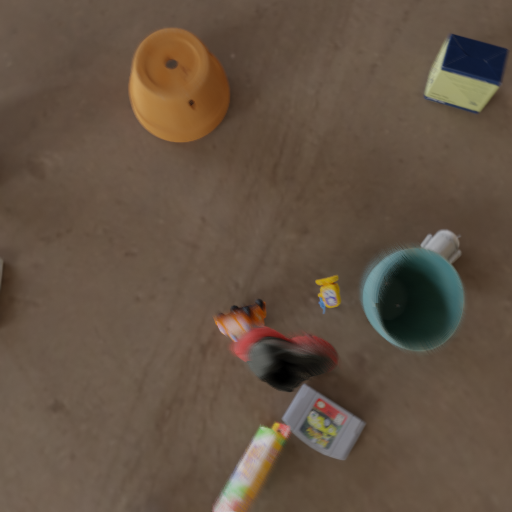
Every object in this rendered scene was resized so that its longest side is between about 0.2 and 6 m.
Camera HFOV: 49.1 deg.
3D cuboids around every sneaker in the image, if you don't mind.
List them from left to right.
[{"bbox_3d":[0.673,1.843,9.530,0.780,2.206,1.077,-56,42,20],"label":"sneaker"}]

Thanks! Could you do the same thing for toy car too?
[{"bbox_3d":[0.504,1.120,10.547,2.405,1.179,0.800,-16,93,6],"label":"toy car"}]

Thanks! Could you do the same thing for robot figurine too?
[{"bbox_3d":[3.717,-0.134,11.277,0.775,0.516,0.914,35,76,31],"label":"robot figurine"}]

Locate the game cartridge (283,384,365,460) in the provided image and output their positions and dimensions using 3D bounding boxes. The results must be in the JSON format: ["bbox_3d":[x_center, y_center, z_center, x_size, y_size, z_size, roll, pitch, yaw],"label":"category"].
[{"bbox_3d":[1.242,3.165,10.526,1.371,0.280,0.913,31,81,8],"label":"game cartridge"}]

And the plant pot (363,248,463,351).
[{"bbox_3d":[2.742,0.812,10.530,1.823,1.228,1.823,1,86,-16],"label":"plant pot"}]

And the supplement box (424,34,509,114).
[{"bbox_3d":[4.426,-3.833,11.898,1.253,1.252,0.841,18,76,5],"label":"supplement box"}]

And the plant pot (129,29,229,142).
[{"bbox_3d":[-1.658,-3.648,11.600,2.153,1.507,2.153,0,81,0],"label":"plant pot"}]

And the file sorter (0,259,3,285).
[{"bbox_3d":[-6.244,0.657,10.635,2.179,1.357,1.512,-1,75,-1],"label":"file sorter"}]

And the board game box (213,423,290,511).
[{"bbox_3d":[-0.133,3.869,9.816,0.320,1.021,2.137,36,71,-4],"label":"board game box"}]
